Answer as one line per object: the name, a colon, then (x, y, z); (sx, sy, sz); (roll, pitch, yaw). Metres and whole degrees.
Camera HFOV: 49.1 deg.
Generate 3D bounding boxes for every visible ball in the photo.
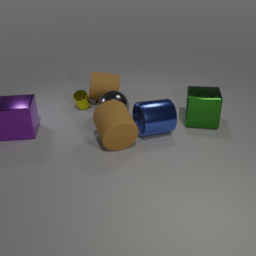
ball: (-0.648, -0.950, 12.342); (1.400, 1.400, 1.400); (0, 30, 0)

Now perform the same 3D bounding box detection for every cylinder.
cylinder: (-1.160, -2.038, 14.007); (1.400, 1.400, 1.400); (7, 30, -5)
cylinder: (-0.490, -0.108, 10.602); (1.400, 1.400, 1.400); (-10, 44, -17)
cylinder: (1.060, -0.430, 11.376); (1.400, 1.400, 1.400); (-8, 31, -18)
cylinder: (-2.225, -1.359, 13.506); (0.700, 0.700, 0.700); (-4, 57, 6)

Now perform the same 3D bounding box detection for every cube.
cube: (-4.516, -0.447, 11.443); (1.400, 1.400, 1.400); (-4, 31, -6)
cube: (3.255, -0.924, 12.203); (1.400, 1.400, 1.400); (4, 29, 10)
